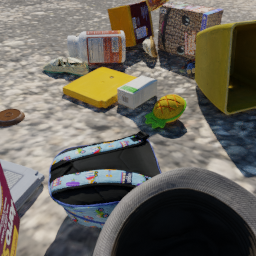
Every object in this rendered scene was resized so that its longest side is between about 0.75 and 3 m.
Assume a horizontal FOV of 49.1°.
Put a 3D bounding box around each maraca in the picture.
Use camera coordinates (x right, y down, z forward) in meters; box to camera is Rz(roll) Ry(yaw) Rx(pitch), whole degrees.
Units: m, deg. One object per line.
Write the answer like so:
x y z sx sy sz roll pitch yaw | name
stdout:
1.028 -0.453 7.620 1.255 0.671 0.860 -39 43 -15 | maraca

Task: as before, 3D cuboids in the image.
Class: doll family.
2.836 -2.459 10.542 1.617 0.634 0.934 1 39 7 | doll family

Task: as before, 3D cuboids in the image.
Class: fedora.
0.731 1.826 3.678 2.227 1.137 2.518 29 49 24 | fedora

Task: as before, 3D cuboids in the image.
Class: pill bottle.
-1.223 -3.174 11.026 2.183 1.224 1.224 -3 35 -5 | pill bottle

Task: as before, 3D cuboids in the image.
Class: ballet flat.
-2.323 -2.368 10.413 1.880 0.586 0.634 9 35 13 | ballet flat

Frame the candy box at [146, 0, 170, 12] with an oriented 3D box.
0.785 -4.548 8.973 0.370 1.309 0.764 -29 9 -32 | candy box

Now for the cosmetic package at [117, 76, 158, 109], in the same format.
0.309 -1.131 8.670 0.664 0.523 1.233 23 42 32 | cosmetic package

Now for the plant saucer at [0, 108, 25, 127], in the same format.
-3.328 -0.327 7.840 0.842 0.145 0.842 0 34 0 | plant saucer

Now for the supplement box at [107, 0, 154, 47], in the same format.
0.181 -4.734 12.708 1.125 1.672 1.695 9 32 38 | supplement box

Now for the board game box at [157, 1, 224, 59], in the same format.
2.527 -4.090 11.771 1.141 1.878 2.355 -30 44 -35 | board game box

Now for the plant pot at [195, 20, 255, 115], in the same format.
3.366 -2.105 8.635 2.447 2.447 2.159 -13 26 -18 | plant pot

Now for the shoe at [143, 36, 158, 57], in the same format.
0.911 -3.423 11.963 0.540 0.707 2.023 -17 26 12 | shoe

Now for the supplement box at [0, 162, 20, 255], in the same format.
-2.318 1.208 3.807 1.113 2.157 1.412 -7 35 -10 | supplement box

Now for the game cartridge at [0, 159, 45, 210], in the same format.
-2.759 1.128 5.561 1.818 0.378 1.211 13 41 18 | game cartridge

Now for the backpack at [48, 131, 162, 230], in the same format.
-0.377 1.013 4.887 1.868 1.257 1.706 -6 35 -10 | backpack

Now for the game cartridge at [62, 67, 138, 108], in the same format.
-0.835 -1.376 9.254 1.763 0.324 2.000 23 43 29 | game cartridge
